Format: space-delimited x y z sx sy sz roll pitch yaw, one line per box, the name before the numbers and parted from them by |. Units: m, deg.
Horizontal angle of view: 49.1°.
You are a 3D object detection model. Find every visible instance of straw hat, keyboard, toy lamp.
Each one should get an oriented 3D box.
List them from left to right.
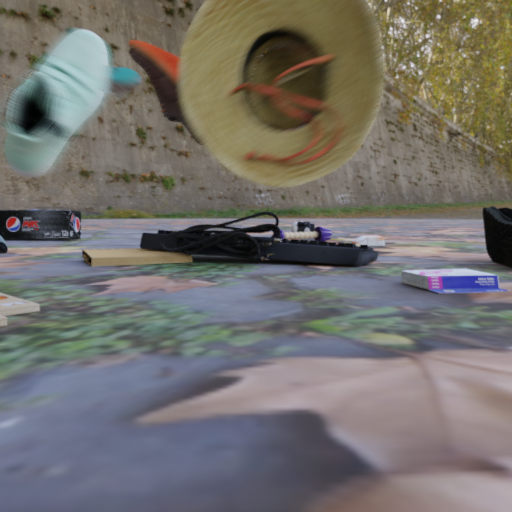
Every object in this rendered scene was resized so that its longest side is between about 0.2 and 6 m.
keyboard | 0.012 -0.402 10.401 4.348 0.862 2.263 4 5 18
straw hat | 0.498 -2.748 9.095 3.394 3.394 1.436 1 3 16
toy lamp | 1.353 -0.577 15.857 1.712 0.498 0.498 -5 7 -24

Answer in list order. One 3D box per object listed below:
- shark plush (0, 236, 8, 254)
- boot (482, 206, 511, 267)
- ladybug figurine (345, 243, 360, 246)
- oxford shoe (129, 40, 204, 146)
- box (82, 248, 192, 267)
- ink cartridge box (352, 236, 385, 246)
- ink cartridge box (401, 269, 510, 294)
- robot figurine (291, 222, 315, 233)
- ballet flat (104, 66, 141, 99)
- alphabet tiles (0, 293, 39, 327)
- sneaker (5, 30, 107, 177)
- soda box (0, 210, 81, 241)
shark plush | -6.755 -0.909 12.857 1.753 1.607 3.858 -3 6 -27
boot | 5.162 -0.348 9.709 1.928 0.971 2.579 -6 15 6
ladybug figurine | 2.035 -0.156 12.093 0.464 0.246 0.683 0 5 3
oxford shoe | -1.652 -3.157 10.585 2.790 1.012 0.993 46 27 28
box | -2.243 0.009 10.423 1.787 0.190 1.461 -1 7 -23
ink cartridge box | 2.792 -0.415 15.017 1.125 0.282 0.913 2 4 -2
ink cartridge box | 2.475 0.303 7.040 0.959 0.211 0.976 -1 3 -12
robot figurine | 1.655 -0.972 19.895 0.848 0.637 0.529 1 21 5
ballet flat | -2.664 -3.236 10.407 1.597 0.537 0.544 28 55 31
alphabet tiles | -3.536 0.508 5.239 2.314 0.104 2.768 -4 6 -43
sneaker | -2.889 -2.560 8.455 0.985 2.677 1.579 25 -19 -16
soda box | -6.798 -0.956 17.227 2.669 0.945 0.845 1 2 7
